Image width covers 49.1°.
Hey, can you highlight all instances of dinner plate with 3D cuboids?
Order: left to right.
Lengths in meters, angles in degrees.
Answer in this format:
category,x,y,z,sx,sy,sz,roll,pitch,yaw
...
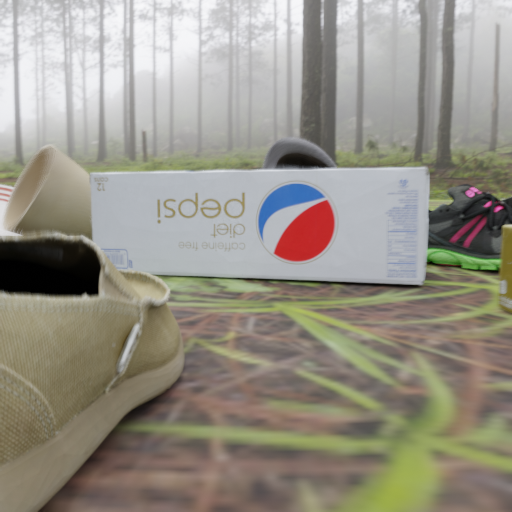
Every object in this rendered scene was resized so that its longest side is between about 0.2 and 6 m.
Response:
category,x,y,z,sx,sy,sz,roll,pitch,yaw
dinner plate,-5.553,-0.693,11.224,2.882,0.349,2.882,10,29,-6

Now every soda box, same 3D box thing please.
category,x,y,z,sx,sy,sz,roll,pitch,yaw
soda box,0.037,-0.496,8.188,4.721,1.503,1.608,2,8,16
soda box,2.967,0.271,4.530,0.849,0.898,2.652,0,7,-2

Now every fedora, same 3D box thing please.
category,x,y,z,sx,sy,sz,roll,pitch,yaw
fedora,0.846,-1.452,13.063,2.624,2.321,1.185,8,-12,-35

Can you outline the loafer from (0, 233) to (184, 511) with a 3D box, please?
category,x,y,z,sx,sy,sz,roll,pitch,yaw
loafer,-1.086,0.377,3.125,1.174,1.041,3.087,0,7,1

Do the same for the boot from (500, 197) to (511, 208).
category,x,y,z,sx,sy,sz,roll,pitch,yaw
boot,5.847,-0.849,12.991,2.921,1.131,2.020,3,3,17

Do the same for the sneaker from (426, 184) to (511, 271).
category,x,y,z,sx,sy,sz,roll,pitch,yaw
sneaker,3.477,-0.466,8.726,3.095,1.296,1.188,6,9,38

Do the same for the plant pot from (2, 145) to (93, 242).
category,x,y,z,sx,sy,sz,roll,pitch,yaw
plant pot,-3.537,-0.898,10.782,1.871,1.752,1.752,29,-11,-35
